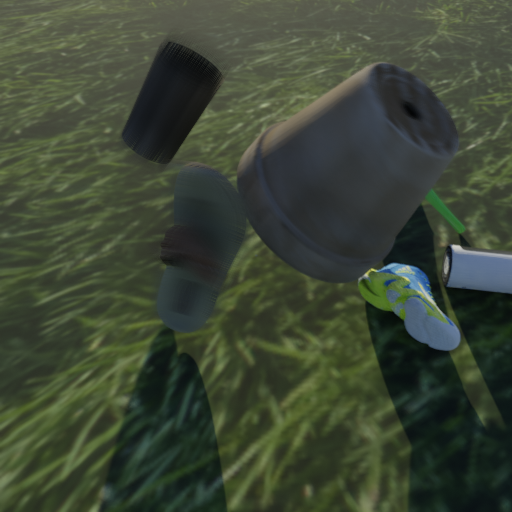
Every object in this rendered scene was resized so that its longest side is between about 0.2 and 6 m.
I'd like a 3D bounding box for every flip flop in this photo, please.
[{"bbox_3d":[-0.938,0.043,7.886,1.128,2.783,0.801,27,31,12],"label":"flip flop"}]

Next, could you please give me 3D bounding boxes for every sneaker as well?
[{"bbox_3d":[2.589,0.657,8.875,1.007,0.726,1.917,-28,49,-28],"label":"sneaker"}]

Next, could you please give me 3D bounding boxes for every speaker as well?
[{"bbox_3d":[4.067,0.263,9.314,1.769,0.718,0.718,6,43,7],"label":"speaker"}]

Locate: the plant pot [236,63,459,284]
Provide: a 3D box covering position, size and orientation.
[{"bbox_3d":[1.483,-1.370,8.301,2.822,2.449,2.822,18,52,-24],"label":"plant pot"}]

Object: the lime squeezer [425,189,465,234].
[{"bbox_3d":[2.694,-1.704,10.368,0.622,1.165,3.300,-36,79,8],"label":"lime squeezer"}]

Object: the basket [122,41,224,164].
[{"bbox_3d":[-1.634,-2.800,10.499,1.294,1.903,1.716,31,25,-10],"label":"basket"}]
